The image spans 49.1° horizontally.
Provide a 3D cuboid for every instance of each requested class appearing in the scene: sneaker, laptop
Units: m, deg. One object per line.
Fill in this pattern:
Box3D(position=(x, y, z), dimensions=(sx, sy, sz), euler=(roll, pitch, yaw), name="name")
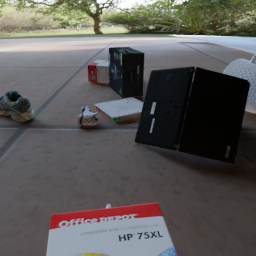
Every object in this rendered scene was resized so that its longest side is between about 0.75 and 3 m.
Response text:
Box3D(position=(-4.665, -1.040, 11.252), dimensions=(2.405, 1.038, 0.933), euler=(14, 27, 30), name="sneaker")
Box3D(position=(1.823, -0.442, 8.456), dimensions=(1.432, 2.458, 2.774), euler=(17, -6, -40), name="laptop")
Box3D(position=(-1.449, -0.458, 10.651), dimensions=(0.737, 0.482, 1.283), euler=(2, 28, 4), name="sneaker")

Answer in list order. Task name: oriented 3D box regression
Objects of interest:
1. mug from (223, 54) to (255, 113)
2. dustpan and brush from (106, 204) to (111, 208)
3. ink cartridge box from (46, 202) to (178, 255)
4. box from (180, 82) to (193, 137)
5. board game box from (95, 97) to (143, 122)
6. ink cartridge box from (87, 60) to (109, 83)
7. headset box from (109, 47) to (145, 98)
Box3D(position=(5.271, -1.855, 11.283), dimensions=(1.887, 2.556, 2.241), euler=(2, 28, -38), name="mug")
Box3D(position=(-0.398, 1.889, 5.367), dimensions=(0.719, 0.295, 1.030), euler=(0, 23, 0), name="dustpan and brush")
Box3D(position=(-0.212, 2.060, 3.810), dimensions=(1.728, 1.000, 2.974), euler=(-4, 28, -9), name="ink cartridge box")
Box3D(position=(2.381, -0.666, 9.808), dimensions=(2.833, 1.478, 2.097), euler=(9, 25, 20), name="box")
Box3D(position=(-0.174, -0.805, 11.720), dimensions=(1.905, 0.246, 1.905), euler=(-13, 27, -26), name="board game box")
Box3D(position=(-0.930, -3.362, 16.675), dimensions=(2.488, 1.031, 1.826), euler=(5, 24, 12), name="ink cartridge box")
Box3D(position=(-0.093, -2.819, 14.031), dimensions=(1.141, 2.141, 2.459), euler=(-7, 25, -18), name="headset box")
